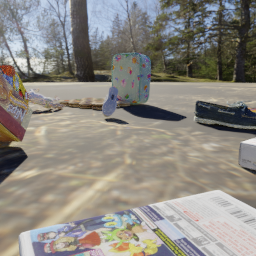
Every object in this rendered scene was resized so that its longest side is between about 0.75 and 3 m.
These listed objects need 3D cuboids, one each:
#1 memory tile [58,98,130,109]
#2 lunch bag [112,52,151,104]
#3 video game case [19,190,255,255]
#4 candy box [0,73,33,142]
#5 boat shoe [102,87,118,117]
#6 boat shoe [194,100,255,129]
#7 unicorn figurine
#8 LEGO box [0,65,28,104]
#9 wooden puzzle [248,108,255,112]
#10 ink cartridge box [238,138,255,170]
[{"bbox_3d":[-1.464,-1.091,12.055,2.761,0.232,2.117,9,14,38],"label":"memory tile"},{"bbox_3d":[0.082,-2.233,12.524,1.836,2.289,0.882,9,12,40],"label":"lunch bag"},{"bbox_3d":[0.475,0.952,1.493,1.856,0.234,2.037,-5,13,-24],"label":"video game case"},{"bbox_3d":[-3.452,-0.473,5.094,2.832,0.783,1.634,1,-28,13],"label":"candy box"},{"bbox_3d":[-0.602,-0.782,8.913,0.423,1.175,0.386,16,-35,-14],"label":"boat shoe"},{"bbox_3d":[2.744,-0.396,7.326,2.102,0.650,0.787,10,14,41],"label":"boat shoe"},{"bbox_3d":[-3.449,-1.059,10.534,1.926,0.711,1.323,4,17,6],"label":"unicorn figurine"},{"bbox_3d":[-3.519,-0.813,7.142,1.577,0.817,2.117,-3,-10,-11],"label":"LEGO box"},{"bbox_3d":[3.890,-0.484,9.084,1.380,0.163,2.327,-1,11,-4],"label":"wooden puzzle"},{"bbox_3d":[2.149,0.368,4.100,0.901,0.382,0.656,-11,15,-38],"label":"ink cartridge box"}]
